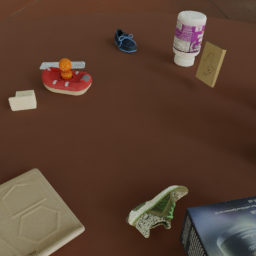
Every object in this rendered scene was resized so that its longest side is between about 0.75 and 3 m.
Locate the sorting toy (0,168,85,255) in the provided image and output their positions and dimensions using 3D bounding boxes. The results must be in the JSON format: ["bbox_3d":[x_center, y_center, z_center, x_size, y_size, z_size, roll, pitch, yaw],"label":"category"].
[{"bbox_3d":[-2.832,2.343,6.695,2.643,0.521,2.856,-27,41,-31],"label":"sorting toy"}]

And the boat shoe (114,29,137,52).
[{"bbox_3d":[-0.265,-4.985,15.871,0.976,0.796,2.320,-19,42,-23],"label":"boat shoe"}]

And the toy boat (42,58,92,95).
[{"bbox_3d":[-2.633,-2.291,11.903,2.102,1.374,1.372,9,39,11],"label":"toy boat"}]

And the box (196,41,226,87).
[{"bbox_3d":[3.464,-2.697,11.832,0.169,1.587,1.297,0,30,-21],"label":"box"}]

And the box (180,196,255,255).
[{"bbox_3d":[2.499,2.648,5.537,2.216,1.365,2.198,-8,40,-10],"label":"box"}]

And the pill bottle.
[{"bbox_3d":[2.924,-4.297,13.646,1.338,2.383,1.338,2,40,-2],"label":"pill bottle"}]

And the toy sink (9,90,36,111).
[{"bbox_3d":[-4.127,-1.096,11.008,0.908,0.592,0.509,-9,38,-10],"label":"toy sink"}]

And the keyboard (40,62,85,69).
[{"bbox_3d":[-3.280,-3.136,14.074,2.182,0.116,0.614,-2,43,-2],"label":"keyboard"}]

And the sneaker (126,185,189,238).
[{"bbox_3d":[0.878,2.099,6.949,1.809,0.696,0.802,-26,58,-22],"label":"sneaker"}]
